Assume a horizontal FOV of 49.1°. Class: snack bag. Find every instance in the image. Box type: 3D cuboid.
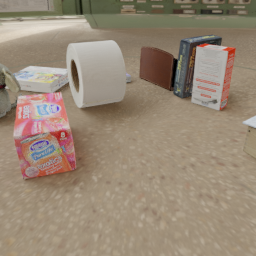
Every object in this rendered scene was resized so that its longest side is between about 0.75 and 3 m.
[{"bbox_3d":[4.397,-0.119,8.190,1.475,0.167,1.565,-22,30,-25],"label":"snack bag"}]

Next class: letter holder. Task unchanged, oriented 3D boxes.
[{"bbox_3d":[1.855,-3.259,14.470,1.294,1.829,2.574,-18,32,-30],"label":"letter holder"}]

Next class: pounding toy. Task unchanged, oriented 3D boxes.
[{"bbox_3d":[4.654,0.226,8.451,1.786,1.270,1.645,-12,31,-22],"label":"pounding toy"}]

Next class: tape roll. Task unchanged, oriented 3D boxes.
[{"bbox_3d":[-1.379,-2.256,11.713,1.807,2.632,2.632,-12,30,-21],"label":"tape roll"}]

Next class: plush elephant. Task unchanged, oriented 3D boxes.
[{"bbox_3d":[-5.348,-1.598,10.973,2.273,2.137,2.760,24,36,38],"label":"plush elephant"}]

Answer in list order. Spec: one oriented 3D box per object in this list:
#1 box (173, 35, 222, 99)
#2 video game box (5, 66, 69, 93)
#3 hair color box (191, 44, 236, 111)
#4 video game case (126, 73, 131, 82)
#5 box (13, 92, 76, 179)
[{"bbox_3d":[3.147,-2.803,12.783,2.043,2.591,0.661,-19,37,-30],"label":"box"},{"bbox_3d":[-4.516,-2.546,14.428,2.643,0.619,2.408,7,26,14],"label":"video game box"},{"bbox_3d":[3.490,-2.112,11.605,1.364,2.459,0.786,23,35,36],"label":"hair color box"},{"bbox_3d":[-0.813,-2.794,15.153,1.455,0.365,1.605,-11,30,-20],"label":"video game case"},{"bbox_3d":[-2.561,0.068,8.618,1.502,1.386,2.928,-8,29,-14],"label":"box"}]
